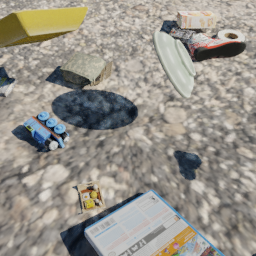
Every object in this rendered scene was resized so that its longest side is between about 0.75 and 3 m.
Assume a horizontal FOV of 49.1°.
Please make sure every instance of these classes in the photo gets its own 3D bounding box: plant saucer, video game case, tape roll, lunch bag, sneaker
[{"bbox_3d":[-2.591,-2.773,7.874,2.322,0.563,2.322,0,21,42],"label":"plant saucer"},{"bbox_3d":[0.692,2.607,5.707,2.003,0.249,2.799,-22,43,-33],"label":"video game case"},{"bbox_3d":[4.549,-3.985,12.397,1.183,0.216,1.183,0,46,0],"label":"tape roll"},{"bbox_3d":[1.350,-1.773,7.480,0.497,1.980,1.980,-26,41,25],"label":"plant saucer"},{"bbox_3d":[-1.576,-2.099,10.203,1.336,0.785,1.096,17,56,23],"label":"lunch bag"},{"bbox_3d":[3.610,-3.477,11.548,2.251,0.751,1.206,-11,50,-7],"label":"sneaker"}]

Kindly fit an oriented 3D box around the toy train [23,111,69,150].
[{"bbox_3d":[-2.398,0.113,8.315,1.437,0.623,0.821,35,65,26],"label":"toy train"}]

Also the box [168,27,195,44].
[{"bbox_3d":[2.378,-4.125,12.499,1.030,0.256,0.813,17,49,15],"label":"box"}]

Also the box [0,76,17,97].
[{"bbox_3d":[-4.513,-1.495,10.061,0.687,0.210,0.867,9,48,9],"label":"box"}]

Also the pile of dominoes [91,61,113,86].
[{"bbox_3d":[-0.931,-2.009,10.478,0.862,0.176,1.106,-19,44,20],"label":"pile of dominoes"}]

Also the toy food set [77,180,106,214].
[{"bbox_3d":[-0.920,1.717,7.021,0.579,0.244,0.807,-12,48,-11],"label":"toy food set"}]

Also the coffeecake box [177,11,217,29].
[{"bbox_3d":[3.139,-5.027,12.970,1.558,0.569,1.196,-1,33,-1],"label":"coffeecake box"}]
